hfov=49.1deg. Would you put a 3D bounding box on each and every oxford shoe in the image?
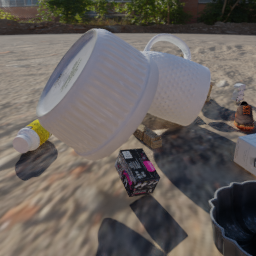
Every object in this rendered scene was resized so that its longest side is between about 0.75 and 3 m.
[{"bbox_3d":[3.369,-0.386,8.132,0.522,0.532,1.466,5,23,12],"label":"oxford shoe"}]

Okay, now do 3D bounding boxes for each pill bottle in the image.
[{"bbox_3d":[-2.270,0.194,6.685,0.568,0.568,1.014,5,23,13],"label":"pill bottle"}]

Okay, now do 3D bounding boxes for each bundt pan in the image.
[{"bbox_3d":[1.899,1.416,3.618,1.724,0.647,1.724,-1,22,0],"label":"bundt pan"}]

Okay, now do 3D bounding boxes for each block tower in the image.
[{"bbox_3d":[0.473,0.188,7.095,0.286,0.268,0.991,-12,26,-28],"label":"block tower"}]

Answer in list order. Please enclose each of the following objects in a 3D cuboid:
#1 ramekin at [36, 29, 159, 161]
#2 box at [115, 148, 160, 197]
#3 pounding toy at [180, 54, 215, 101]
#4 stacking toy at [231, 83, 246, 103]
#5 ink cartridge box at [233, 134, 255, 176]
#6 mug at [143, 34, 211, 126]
[{"bbox_3d":[-0.618,-0.630,4.759,1.119,2.132,2.132,32,6,-30],"label":"ramekin"},{"bbox_3d":[0.138,0.784,5.002,0.507,0.440,0.767,-3,39,-27],"label":"box"},{"bbox_3d":[2.440,-1.880,10.381,1.453,1.458,2.541,11,18,-1],"label":"pounding toy"},{"bbox_3d":[5.371,-1.134,9.938,2.838,0.667,2.140,-13,28,-34],"label":"stacking toy"},{"bbox_3d":[3.041,0.649,5.480,1.108,0.645,1.521,-9,26,-19],"label":"ink cartridge box"},{"bbox_3d":[0.988,-1.473,7.756,2.071,2.363,1.744,18,-11,-9],"label":"mug"}]
